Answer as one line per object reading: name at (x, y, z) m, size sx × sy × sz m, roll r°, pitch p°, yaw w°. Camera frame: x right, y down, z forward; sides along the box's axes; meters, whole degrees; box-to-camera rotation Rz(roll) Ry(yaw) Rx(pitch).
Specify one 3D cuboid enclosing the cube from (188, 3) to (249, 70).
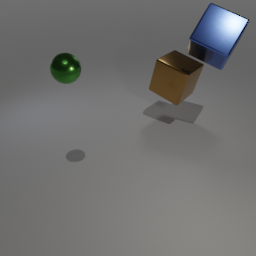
cube at (3.026, -3.081, 9.612) m, size 1.400 × 1.400 × 1.400 m, roll 30°, pitch -1°, yaw 12°

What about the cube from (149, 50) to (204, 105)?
cube at (1.885, -2.010, 11.073) m, size 1.400 × 1.400 × 1.400 m, roll 33°, pitch 44°, yaw 21°

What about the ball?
ball at (-1.417, -1.353, 6.376) m, size 0.700 × 0.700 × 0.700 m, roll 0°, pitch 30°, yaw 0°
